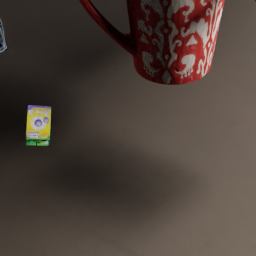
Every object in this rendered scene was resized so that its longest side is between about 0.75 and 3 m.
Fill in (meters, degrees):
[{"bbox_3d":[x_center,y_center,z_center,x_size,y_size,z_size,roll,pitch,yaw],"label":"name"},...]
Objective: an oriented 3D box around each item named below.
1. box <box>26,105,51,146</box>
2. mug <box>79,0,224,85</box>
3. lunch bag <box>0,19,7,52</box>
[{"bbox_3d":[-1.807,-0.046,5.649,0.465,0.192,0.793,2,83,-17],"label":"box"},{"bbox_3d":[0.513,-2.433,4.965,2.595,2.924,1.951,6,44,13],"label":"mug"},{"bbox_3d":[-2.871,-1.995,5.004,1.078,1.271,0.808,39,85,26],"label":"lunch bag"}]
